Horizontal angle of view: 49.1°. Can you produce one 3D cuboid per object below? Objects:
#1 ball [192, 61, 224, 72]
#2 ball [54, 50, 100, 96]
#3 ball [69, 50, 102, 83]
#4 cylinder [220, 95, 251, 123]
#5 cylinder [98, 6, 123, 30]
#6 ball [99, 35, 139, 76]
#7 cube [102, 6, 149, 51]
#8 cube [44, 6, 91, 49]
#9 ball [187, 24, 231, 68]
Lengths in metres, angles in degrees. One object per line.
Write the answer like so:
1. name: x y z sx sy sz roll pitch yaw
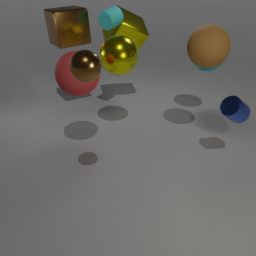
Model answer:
1. ball: 3.300 -3.033 11.560 1.400 1.400 1.400 0 29 0
2. ball: -1.577 -1.703 8.759 1.400 1.400 1.400 0 29 0
3. ball: -0.927 -1.346 6.114 0.700 0.700 0.700 0 29 0
4. cylinder: 3.377 -0.578 8.835 0.700 0.700 0.700 24 11 -39
5. cylinder: -0.650 -4.163 10.620 0.700 0.700 0.700 21 47 32
6. ball: -0.326 -2.568 9.958 1.400 1.400 1.400 0 29 0
7. cube: -0.142 -4.172 12.317 1.400 1.400 1.400 14 46 -31
8. cube: -2.495 -4.205 11.601 1.400 1.400 1.400 -19 33 -25
9. ball: 2.672 -2.702 9.307 1.400 1.400 1.400 0 29 0
